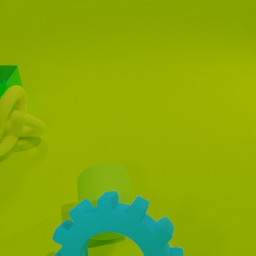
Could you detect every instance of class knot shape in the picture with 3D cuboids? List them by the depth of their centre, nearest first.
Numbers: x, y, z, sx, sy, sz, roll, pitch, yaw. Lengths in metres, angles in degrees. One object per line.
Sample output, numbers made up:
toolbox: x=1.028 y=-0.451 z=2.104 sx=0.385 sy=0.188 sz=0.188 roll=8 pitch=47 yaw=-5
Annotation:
knot shape: x=-2.945 y=-0.212 z=6.894 sx=1.927 sy=1.803 sz=0.890 roll=-13 pitch=50 yaw=-43

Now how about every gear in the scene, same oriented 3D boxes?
gear: x=-0.184 y=1.982 z=4.199 sx=1.974 sy=1.974 sz=0.365 roll=10 pitch=6 yaw=13

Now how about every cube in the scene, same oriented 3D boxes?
cube: x=-4.082 y=-1.215 z=8.799 sx=1.148 sy=1.148 sz=1.148 roll=1 pitch=38 yaw=0

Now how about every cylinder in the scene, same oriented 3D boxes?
cylinder: x=-0.423 y=1.419 z=5.428 sx=1.078 sy=1.078 sz=1.078 roll=-6 pitch=44 yaw=-8
